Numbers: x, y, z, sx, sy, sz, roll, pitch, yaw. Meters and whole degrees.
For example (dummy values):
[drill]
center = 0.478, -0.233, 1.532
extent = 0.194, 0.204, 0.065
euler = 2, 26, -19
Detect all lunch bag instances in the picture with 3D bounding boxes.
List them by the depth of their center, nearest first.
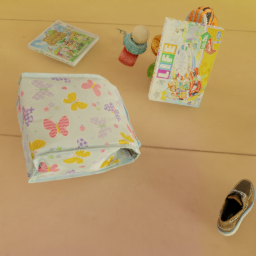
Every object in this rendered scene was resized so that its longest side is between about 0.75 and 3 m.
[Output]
[lunch bag]
center = -1.217, -0.033, 7.056
extent = 2.744, 1.744, 2.327
euler = -7, 61, -27

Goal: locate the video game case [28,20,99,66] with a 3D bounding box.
[video game case]
center = -2.471, -3.403, 11.026
extent = 1.946, 0.236, 2.138
euler = 23, 50, 6

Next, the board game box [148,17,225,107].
[board game box]
center = 1.652, -1.879, 8.373
extent = 1.634, 2.430, 0.416
euler = 8, 31, -4

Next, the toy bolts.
[toy bolts]
center = 0.906, -2.749, 9.302
extent = 2.106, 1.460, 2.011
euler = 19, 68, -12

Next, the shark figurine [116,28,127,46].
[shark figurine]
center = -0.183, -3.896, 11.605
extent = 0.508, 0.355, 0.850
euler = -32, 64, 28

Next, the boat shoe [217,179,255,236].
[boat shoe]
center = 2.476, 1.691, 6.317
extent = 0.540, 0.541, 1.495
euler = 15, 52, 35

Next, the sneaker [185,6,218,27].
[sneaker]
center = 2.402, -2.825, 9.519
extent = 0.971, 2.503, 1.402
euler = 34, 44, 23
